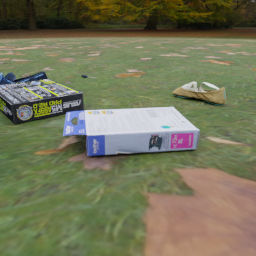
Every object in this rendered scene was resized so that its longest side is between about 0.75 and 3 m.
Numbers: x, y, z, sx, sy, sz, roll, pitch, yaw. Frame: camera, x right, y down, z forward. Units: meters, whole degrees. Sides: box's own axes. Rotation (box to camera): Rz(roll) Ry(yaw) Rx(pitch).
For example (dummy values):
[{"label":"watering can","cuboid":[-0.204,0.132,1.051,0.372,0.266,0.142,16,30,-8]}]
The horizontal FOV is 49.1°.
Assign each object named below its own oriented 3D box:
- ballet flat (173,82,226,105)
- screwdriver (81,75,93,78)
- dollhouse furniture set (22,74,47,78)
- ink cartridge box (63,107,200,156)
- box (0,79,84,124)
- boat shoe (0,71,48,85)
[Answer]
[{"label":"ballet flat","cuboid":[2.562,-1.350,10.103,2.125,0.670,0.729,19,28,40]},{"label":"screwdriver","cuboid":[-1.945,-2.521,13.822,0.991,0.138,0.144,15,-3,39]},{"label":"dollhouse furniture set","cuboid":[-4.293,-2.272,12.658,1.027,0.529,1.016,2,21,6]},{"label":"ink cartridge box","cuboid":[-0.021,0.024,6.686,2.913,0.611,1.738,-1,21,-10]},{"label":"box","cuboid":[-3.080,-0.997,9.275,2.216,0.612,2.767,-15,26,-34]},{"label":"boat shoe","cuboid":[-4.389,-1.689,10.585,2.691,0.924,1.132,-16,28,-37]}]
